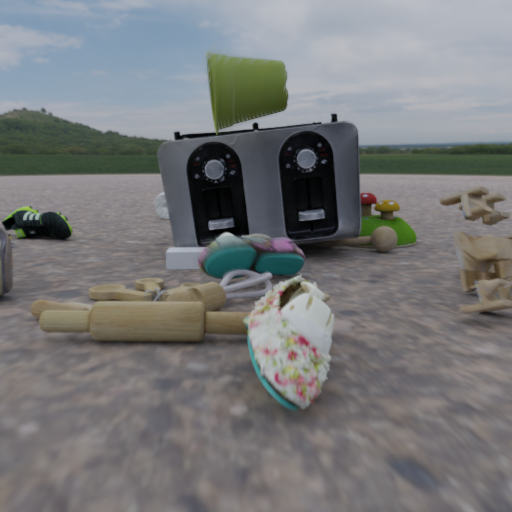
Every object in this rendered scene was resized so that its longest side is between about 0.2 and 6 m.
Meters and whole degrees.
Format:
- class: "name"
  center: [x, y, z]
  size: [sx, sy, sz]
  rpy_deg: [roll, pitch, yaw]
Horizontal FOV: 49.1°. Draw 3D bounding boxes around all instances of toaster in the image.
- class: "toaster"
  center: [0.028, -1.389, 10.877]
  size: [3.392, 2.226, 3.751]
  rpy_deg: [-6, 11, -1]

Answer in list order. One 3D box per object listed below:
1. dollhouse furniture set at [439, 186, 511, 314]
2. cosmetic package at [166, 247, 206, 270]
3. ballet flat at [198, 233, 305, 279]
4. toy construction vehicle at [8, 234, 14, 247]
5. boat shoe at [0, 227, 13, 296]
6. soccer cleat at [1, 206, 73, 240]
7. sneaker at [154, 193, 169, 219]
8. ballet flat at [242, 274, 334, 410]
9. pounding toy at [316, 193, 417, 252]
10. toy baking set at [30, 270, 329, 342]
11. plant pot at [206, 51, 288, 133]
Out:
- class: "dollhouse furniture set"
  center: [2.668, 0.027, 6.781]
  size: [1.455, 1.336, 0.947]
  rpy_deg: [6, -17, -44]
- class: "cosmetic package"
  center: [-1.025, 0.039, 9.234]
  size: [0.865, 0.308, 0.439]
  rpy_deg: [0, 11, -1]
- class: "ballet flat"
  center: [-0.138, -0.047, 8.062]
  size: [1.920, 0.664, 0.683]
  rpy_deg: [1, 38, -40]
- class: "toy construction vehicle"
  center: [-5.305, -0.304, 10.974]
  size: [0.861, 0.348, 0.989]
  rpy_deg: [2, 11, 8]
- class: "boat shoe"
  center: [-4.672, -0.089, 7.500]
  size: [3.312, 1.234, 1.214]
  rpy_deg: [5, 12, 32]
- class: "soccer cleat"
  center: [-4.777, -0.620, 12.239]
  size: [1.999, 0.675, 0.810]
  rpy_deg: [13, 40, 37]
- class: "sneaker"
  center: [-1.456, -1.608, 16.106]
  size: [2.527, 1.009, 1.644]
  rpy_deg: [-7, 16, 22]
- class: "ballet flat"
  center: [0.328, 0.576, 4.890]
  size: [0.807, 0.682, 2.133]
  rpy_deg: [41, 8, -8]
- class: "pounding toy"
  center: [2.377, -0.750, 11.519]
  size: [1.701, 1.022, 2.203]
  rpy_deg: [5, 11, 29]
- class: "toy baking set"
  center: [-0.803, 0.472, 6.624]
  size: [3.389, 0.394, 2.601]
  rpy_deg: [1, 10, 5]
- class: "plant pot"
  center: [-0.118, -2.387, 8.021]
  size: [1.073, 1.130, 1.130]
  rpy_deg: [-7, 11, -5]
